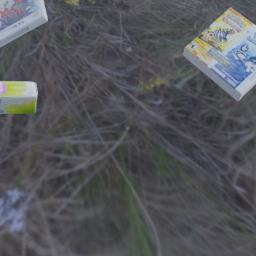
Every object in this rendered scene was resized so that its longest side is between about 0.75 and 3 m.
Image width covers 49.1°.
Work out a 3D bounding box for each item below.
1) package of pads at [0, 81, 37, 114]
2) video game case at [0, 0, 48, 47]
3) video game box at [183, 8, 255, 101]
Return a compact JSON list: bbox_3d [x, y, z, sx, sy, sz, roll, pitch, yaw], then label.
[{"bbox_3d":[-2.954,-0.742,6.916,1.345,1.039,0.459,-3,69,-23],"label":"package of pads"},{"bbox_3d":[-2.936,-2.919,6.917,1.825,0.230,2.003,-24,60,9],"label":"video game case"},{"bbox_3d":[3.019,-2.134,7.955,1.929,0.496,2.117,-42,73,-10],"label":"video game box"}]
